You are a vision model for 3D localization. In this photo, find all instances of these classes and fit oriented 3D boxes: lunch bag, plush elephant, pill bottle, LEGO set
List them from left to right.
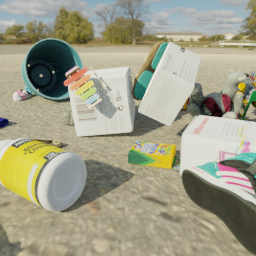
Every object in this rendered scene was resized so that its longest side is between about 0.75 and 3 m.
[{"bbox_3d":[-2.031,0.884,6.037,2.146,1.202,1.202,13,23,34],"label":"pill bottle"},{"bbox_3d":[-2.068,-0.472,10.868,0.741,0.615,0.883,1,19,7],"label":"lunch bag"},{"bbox_3d":[2.901,-0.297,8.830,1.921,2.333,1.806,-9,43,-7],"label":"plush elephant"},{"bbox_3d":[4.848,-1.123,10.396,2.783,2.140,1.612,-9,40,-5],"label":"LEGO set"}]

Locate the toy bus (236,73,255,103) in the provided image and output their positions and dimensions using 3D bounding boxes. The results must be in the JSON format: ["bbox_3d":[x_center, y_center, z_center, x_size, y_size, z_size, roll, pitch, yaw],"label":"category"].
[{"bbox_3d":[6.396,-1.852,14.109,1.962,1.331,1.884,-2,32,-15],"label":"toy bus"}]

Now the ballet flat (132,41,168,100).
[{"bbox_3d":[0.730,-2.113,10.280,0.801,2.363,0.855,25,2,-29],"label":"ballet flat"}]

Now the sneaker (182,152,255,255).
[{"bbox_3d":[2.387,1.269,5.202,1.624,1.124,2.689,-17,22,-18],"label":"sneaker"}]

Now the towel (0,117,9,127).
[{"bbox_3d":[-5.436,-0.225,10.639,1.506,0.373,1.112,13,16,33],"label":"towel"}]

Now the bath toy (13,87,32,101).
[{"bbox_3d":[-5.693,-1.825,14.945,0.631,0.536,1.451,2,20,6],"label":"bath toy"}]

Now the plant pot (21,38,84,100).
[{"bbox_3d":[-4.320,-2.926,14.966,2.998,2.998,2.817,-13,8,-33],"label":"plant pot"}]

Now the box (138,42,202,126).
[{"bbox_3d":[1.201,-1.263,8.068,1.062,1.624,1.616,25,47,-1],"label":"box"}]

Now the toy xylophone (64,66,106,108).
[{"bbox_3d":[-1.252,-1.307,8.478,0.963,1.316,0.331,-44,15,-3],"label":"toy xylophone"}]

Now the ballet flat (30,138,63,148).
[{"bbox_3d":[-2.669,0.458,8.659,1.286,0.298,0.433,2,19,5],"label":"ballet flat"}]

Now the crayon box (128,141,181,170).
[{"bbox_3d":[0.791,0.733,7.758,1.419,0.366,0.892,6,20,14],"label":"crayon box"}]

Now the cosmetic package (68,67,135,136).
[{"bbox_3d":[-0.823,-1.044,10.165,1.952,1.964,2.346,-6,19,6],"label":"cosmetic package"}]

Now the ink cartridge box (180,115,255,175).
[{"bbox_3d":[2.830,0.567,7.041,2.683,1.136,1.939,10,21,23],"label":"ink cartridge box"}]

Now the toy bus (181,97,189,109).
[{"bbox_3d":[2.344,-1.761,13.542,2.407,1.318,2.551,-11,22,-30],"label":"toy bus"}]
